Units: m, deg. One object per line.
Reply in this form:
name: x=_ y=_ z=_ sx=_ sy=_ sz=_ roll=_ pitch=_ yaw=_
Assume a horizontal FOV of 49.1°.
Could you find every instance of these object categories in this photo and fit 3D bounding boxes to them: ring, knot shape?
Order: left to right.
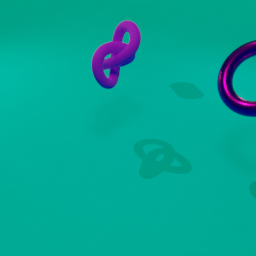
knot shape: x=-0.191 y=-1.495 z=5.534 sx=0.626 sy=1.269 sz=1.356 roll=34 pitch=29 yaw=-4
ring: x=2.107 y=-0.821 z=4.588 sx=1.309 sy=1.309 sz=0.262 roll=35 pitch=13 yaw=38
